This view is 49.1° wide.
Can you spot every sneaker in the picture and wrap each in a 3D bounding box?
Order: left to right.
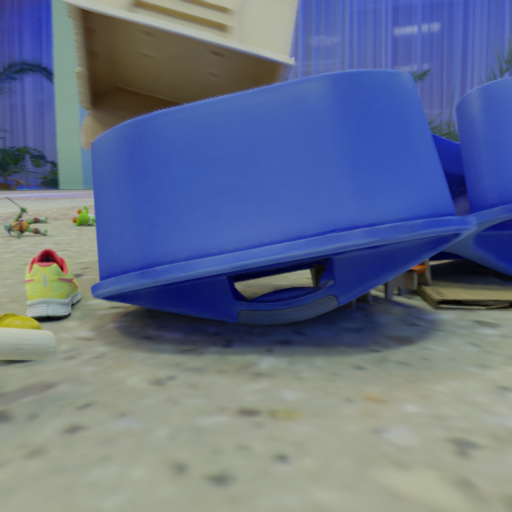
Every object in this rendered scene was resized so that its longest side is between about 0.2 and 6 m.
[{"bbox_3d":[-2.658,0.278,7.325,0.681,0.787,1.743,-5,9,-20],"label":"sneaker"}]

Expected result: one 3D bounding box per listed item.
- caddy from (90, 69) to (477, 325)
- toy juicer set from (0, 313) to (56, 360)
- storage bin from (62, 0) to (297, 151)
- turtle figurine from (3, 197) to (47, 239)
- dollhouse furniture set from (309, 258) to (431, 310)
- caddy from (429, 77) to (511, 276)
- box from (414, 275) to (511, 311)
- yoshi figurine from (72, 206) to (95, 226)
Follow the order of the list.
[{"bbox_3d":[0.196,-0.353,6.471,4.327,2.271,3.059,-10,-5,9],"label":"caddy"},{"bbox_3d":[-2.588,0.811,4.695,1.686,0.721,2.651,14,-7,-38],"label":"toy juicer set"},{"bbox_3d":[-1.190,-2.625,8.140,3.003,1.417,3.025,13,-25,-6],"label":"storage bin"},{"bbox_3d":[-6.006,-0.852,14.582,1.076,1.110,0.798,1,42,-23],"label":"turtle figurine"},{"bbox_3d":[1.412,0.111,7.887,1.567,0.807,1.551,-12,10,-34],"label":"dollhouse furniture set"},{"bbox_3d":[4.293,-0.918,9.288,5.070,2.661,3.584,-3,-12,-38],"label":"caddy"},{"bbox_3d":[2.968,0.498,7.885,1.312,0.171,1.606,0,9,2],"label":"box"},{"bbox_3d":[-5.434,-1.205,17.550,0.635,0.637,1.134,-26,25,-33],"label":"yoshi figurine"}]
